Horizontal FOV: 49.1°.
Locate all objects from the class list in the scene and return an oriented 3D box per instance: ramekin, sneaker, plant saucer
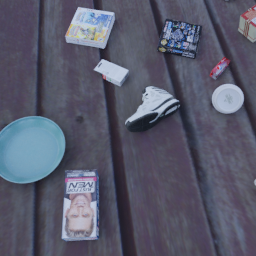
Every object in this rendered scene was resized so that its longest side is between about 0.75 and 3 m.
[{"bbox_3d":[3.103,-0.886,8.694,0.949,0.442,0.949,3,102,15],"label":"ramekin"},{"bbox_3d":[0.562,-0.637,8.797,1.941,0.732,1.117,-26,56,-22],"label":"sneaker"},{"bbox_3d":[-2.855,0.647,8.199,2.101,0.378,2.101,0,62,1],"label":"plant saucer"}]

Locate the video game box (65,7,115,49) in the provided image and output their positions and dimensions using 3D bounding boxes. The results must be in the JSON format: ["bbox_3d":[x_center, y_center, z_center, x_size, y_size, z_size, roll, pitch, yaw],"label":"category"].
[{"bbox_3d":[-1.399,-3.803,10.568,1.474,0.379,1.617,10,62,8],"label":"video game box"}]

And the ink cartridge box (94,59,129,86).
[{"bbox_3d":[-0.571,-1.906,9.620,1.065,0.268,0.580,26,65,15],"label":"ink cartridge box"}]

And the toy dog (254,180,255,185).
[{"bbox_3d":[3.944,1.588,7.751,0.903,0.435,0.596,-23,71,3],"label":"toy dog"}]

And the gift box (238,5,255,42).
[{"bbox_3d":[4.728,-3.807,10.226,1.005,0.938,0.927,-30,63,2],"label":"gift box"}]

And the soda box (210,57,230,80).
[{"bbox_3d":[3.182,-2.069,9.688,0.264,0.291,0.832,37,68,18],"label":"soda box"}]

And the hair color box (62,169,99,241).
[{"bbox_3d":[-1.222,2.007,7.390,0.873,0.529,1.747,-3,62,-2],"label":"hair color box"}]

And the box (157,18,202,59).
[{"bbox_3d":[1.914,-3.310,10.313,1.426,0.357,1.437,13,63,7],"label":"box"}]
